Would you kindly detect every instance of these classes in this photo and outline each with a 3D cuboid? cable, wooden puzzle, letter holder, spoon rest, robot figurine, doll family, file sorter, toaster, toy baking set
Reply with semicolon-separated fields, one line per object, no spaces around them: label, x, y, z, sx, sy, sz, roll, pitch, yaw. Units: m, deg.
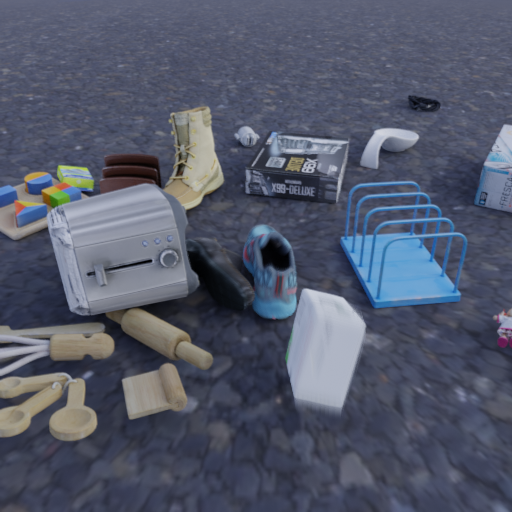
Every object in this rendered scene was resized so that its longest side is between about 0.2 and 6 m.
cable;5.378;-4.942;17.980;0.980;0.305;1.201;0;31;1
wooden puzzle;-4.696;-1.178;11.695;2.149;0.498;1.991;22;38;32
letter holder;-2.749;-1.723;12.222;1.228;0.873;0.617;2;32;2
spoon rest;3.382;-2.924;14.356;1.131;0.690;2.277;19;37;28
robot figurine;-0.252;-3.205;15.047;0.643;0.428;0.758;1;32;-17
doll family;4.160;1.146;7.986;1.427;0.643;0.886;1;34;36
file sorter;2.443;-0.274;9.505;1.440;1.273;2.075;-3;31;-7
toaster;-2.181;-0.184;8.820;1.874;1.648;2.901;-14;20;-18
toy baking set;-2.386;1.256;7.365;2.714;0.411;3.537;-14;25;-41

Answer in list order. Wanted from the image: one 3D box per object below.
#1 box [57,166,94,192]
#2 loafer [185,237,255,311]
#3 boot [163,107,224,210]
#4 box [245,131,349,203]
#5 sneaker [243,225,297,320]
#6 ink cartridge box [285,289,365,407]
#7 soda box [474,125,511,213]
box;-4.087;-1.757;12.665;0.662;0.259;1.086;1;23;-28
loafer;-0.556;0.164;9.144;0.781;0.786;2.160;-23;36;-23
boot;-1.510;-2.041;11.710;0.871;1.859;2.392;7;30;26
box;1.031;-2.138;13.087;2.051;0.647;2.601;8;32;11
sneaker;0.320;-0.009;9.171;0.881;1.061;2.221;1;34;-10
ink cartridge box;0.791;1.073;6.832;0.595;1.034;1.417;14;7;-3
soda box;5.794;-2.038;12.656;1.028;0.956;3.007;16;34;24
